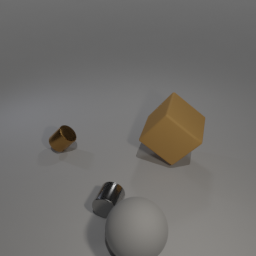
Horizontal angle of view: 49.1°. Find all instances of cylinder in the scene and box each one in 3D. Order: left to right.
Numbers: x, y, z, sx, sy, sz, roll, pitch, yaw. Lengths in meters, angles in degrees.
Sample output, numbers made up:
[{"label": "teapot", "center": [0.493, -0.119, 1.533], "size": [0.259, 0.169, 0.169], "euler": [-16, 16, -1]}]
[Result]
[{"label": "cylinder", "center": [-2.278, 0.371, 9.767], "size": [0.700, 0.700, 0.700], "euler": [37, 30, -26]}, {"label": "cylinder", "center": [-0.504, 1.909, 7.438], "size": [0.700, 0.700, 0.700], "euler": [9, 32, 15]}]

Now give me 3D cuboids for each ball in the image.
[{"label": "ball", "center": [0.189, 2.237, 6.199], "size": [1.400, 1.400, 1.400], "euler": [0, 31, 0]}]

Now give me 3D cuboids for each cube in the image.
[{"label": "cube", "center": [1.431, 0.023, 8.936], "size": [1.400, 1.400, 1.400], "euler": [37, 39, -10]}]
